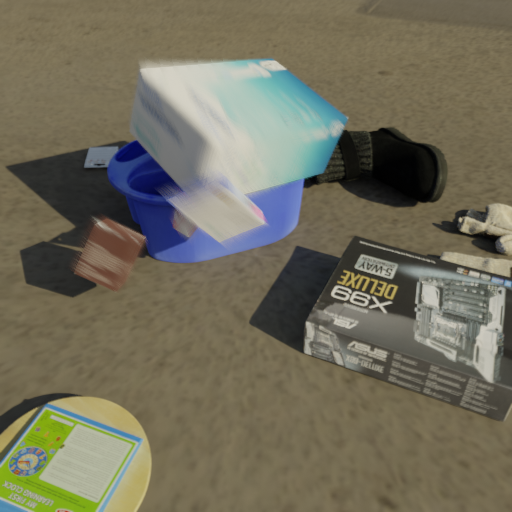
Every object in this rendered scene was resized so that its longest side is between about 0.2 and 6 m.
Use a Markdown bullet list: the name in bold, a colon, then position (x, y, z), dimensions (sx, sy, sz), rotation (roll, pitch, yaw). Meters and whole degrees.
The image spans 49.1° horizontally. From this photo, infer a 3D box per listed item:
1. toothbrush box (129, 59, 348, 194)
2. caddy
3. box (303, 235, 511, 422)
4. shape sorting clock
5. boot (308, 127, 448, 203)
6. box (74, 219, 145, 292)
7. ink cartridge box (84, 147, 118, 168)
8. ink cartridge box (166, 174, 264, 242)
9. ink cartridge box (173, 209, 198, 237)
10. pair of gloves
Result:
- **toothbrush box**: position (-0.280, -2.113, 9.037), dimensions (2.791, 1.190, 2.043), rotation (-20, 56, -39)
- **caddy**: position (-0.823, -1.499, 10.604), dimensions (3.805, 1.997, 2.690), rotation (-15, 39, -19)
- **box**: position (2.453, 0.932, 8.439), dimensions (2.905, 0.723, 2.291), rotation (17, 41, 20)
- **shape sorting clock**: position (-2.245, 2.562, 6.591), dimensions (1.996, 0.392, 1.996), rotation (2, 41, -2)
- **boot**: position (2.326, -1.915, 11.774), dimensions (2.268, 1.141, 3.034), rotation (-4, 26, -16)
- **box**: position (-2.186, -0.018, 8.425), dimensions (0.689, 0.831, 0.682), rotation (26, 8, -5)
- **ink cartridge box**: position (-3.601, -2.242, 13.085), dimensions (0.685, 0.202, 0.856), rotation (-2, 43, -3)
- **ink cartridge box**: position (-0.557, -0.693, 7.898), dimensions (0.808, 1.354, 0.284), rotation (-21, 59, 22)
- **ink cartridge box**: position (-0.993, -0.761, 8.685), dimensions (0.325, 0.559, 0.772), rotation (31, 29, -23)
- **pair of gloves**: position (4.671, -0.082, 9.986), dimensions (2.388, 0.492, 2.809), rotation (19, 41, 24)
